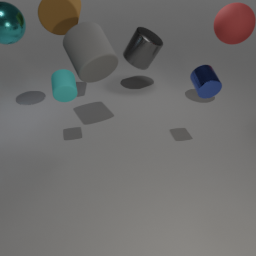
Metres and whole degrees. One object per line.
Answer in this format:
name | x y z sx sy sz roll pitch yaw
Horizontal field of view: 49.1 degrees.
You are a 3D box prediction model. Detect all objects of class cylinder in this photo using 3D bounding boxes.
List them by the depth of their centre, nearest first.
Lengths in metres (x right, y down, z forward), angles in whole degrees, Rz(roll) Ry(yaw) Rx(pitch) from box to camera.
cylinder | 2.225 -1.325 8.023 0.700 0.700 0.700 -6 53 -10
cylinder | -1.882 -1.240 8.245 0.700 0.700 0.700 -8 55 -12
cylinder | -1.222 -2.448 9.148 1.400 1.400 1.400 -19 70 -27
cylinder | -2.458 -4.336 10.234 1.400 1.400 1.400 -2 42 -2
cylinder | 0.680 -3.660 12.905 1.400 1.400 1.400 23 37 -18

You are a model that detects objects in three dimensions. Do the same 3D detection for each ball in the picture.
ball | -4.277 -3.618 9.699 1.400 1.400 1.400 0 32 0
ball | 3.779 -3.704 9.975 1.400 1.400 1.400 0 32 0
